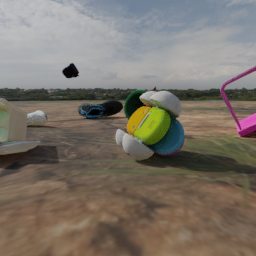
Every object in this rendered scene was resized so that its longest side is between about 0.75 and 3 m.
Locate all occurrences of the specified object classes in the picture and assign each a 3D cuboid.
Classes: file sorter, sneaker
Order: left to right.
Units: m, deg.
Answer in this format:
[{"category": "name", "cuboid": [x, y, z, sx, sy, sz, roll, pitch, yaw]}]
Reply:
[{"category": "sneaker", "cuboid": [-4.281, -0.324, 12.063, 1.809, 0.674, 0.788, -4, 17, 23]}, {"category": "sneaker", "cuboid": [-1.414, -0.958, 15.981, 2.696, 0.987, 1.104, -12, 24, -25]}, {"category": "file sorter", "cuboid": [4.575, -1.150, 10.107, 2.079, 1.876, 2.992, -28, -3, 21]}]

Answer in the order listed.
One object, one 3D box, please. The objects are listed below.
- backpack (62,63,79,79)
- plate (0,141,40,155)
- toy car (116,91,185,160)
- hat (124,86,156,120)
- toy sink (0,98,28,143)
[{"category": "backpack", "cuboid": [-2.959, -2.917, 14.309, 0.743, 0.780, 0.601, -21, 30, 16]}, {"category": "plate", "cuboid": [-2.974, 0.455, 6.310, 1.424, 0.231, 1.427, -1, 0, 17]}, {"category": "toy car", "cuboid": [0.652, 0.065, 6.423, 1.338, 1.562, 1.784, 36, -3, -15]}, {"category": "hat", "cuboid": [0.649, -0.768, 9.997, 1.083, 1.307, 1.151, 50, 20, 23]}, {"category": "toy sink", "cuboid": [-3.415, -0.105, 7.096, 1.129, 0.970, 1.732, 2, -10, -2]}]
